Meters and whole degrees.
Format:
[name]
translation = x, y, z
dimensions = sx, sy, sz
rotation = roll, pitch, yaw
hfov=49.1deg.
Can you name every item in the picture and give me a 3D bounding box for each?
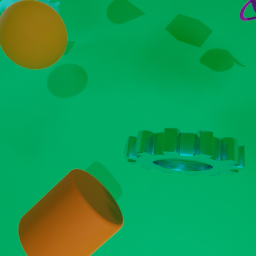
[cylinder]
translation = -0.834, 1.385, 4.212
dimensions = 1.115, 1.115, 1.115
rotation = -43, 64, 5
[gear]
translation = 0.890, 0.447, 4.550
dimensions = 1.830, 1.830, 0.338
rotation = 6, 73, 4
[teapot]
translation = 3.294, -2.626, 5.892
dimensions = 1.809, 0.886, 1.125
rotation = -2, 30, 33
[ball]
translation = -1.922, -1.874, 5.697
dimensions = 1.342, 1.342, 1.342
rotation = 0, 57, 0
[cow figurine]
translation = -2.725, -3.317, 7.799
dimensions = 1.571, 0.876, 1.597
rotation = -37, 78, 22
